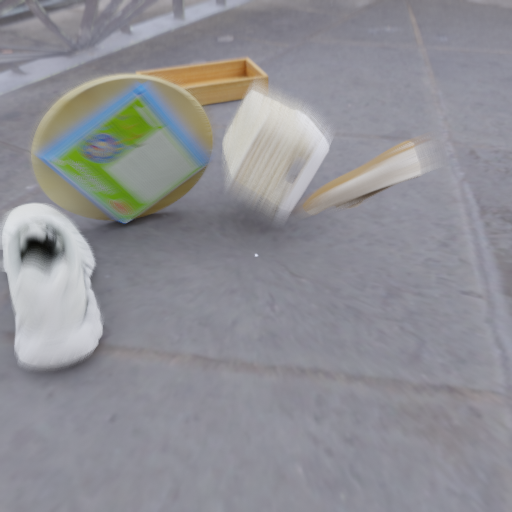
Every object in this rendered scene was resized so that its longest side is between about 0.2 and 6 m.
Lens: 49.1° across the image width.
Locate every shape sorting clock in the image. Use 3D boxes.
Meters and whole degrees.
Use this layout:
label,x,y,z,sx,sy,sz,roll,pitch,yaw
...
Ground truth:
label,x,y,z,sx,sy,sz,roll,pitch,yaw
shape sorting clock,-2.054,-1.612,8.868,2.819,2.819,0.553,-16,52,-20

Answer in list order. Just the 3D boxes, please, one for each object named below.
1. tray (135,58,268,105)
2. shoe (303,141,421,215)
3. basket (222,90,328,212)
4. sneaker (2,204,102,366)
label,x,y,z,sx,sy,sz,roll,pitch,yaw
tray,-1.373,-4.350,14.213,3.045,0.564,1.502,-13,39,-17
shoe,1.257,-0.827,6.832,1.605,0.428,0.561,-28,-4,35
basket,0.222,-1.769,9.085,1.137,1.249,1.843,23,24,-20
sneaker,-2.991,-0.052,7.955,1.313,1.417,3.496,-15,36,-20
